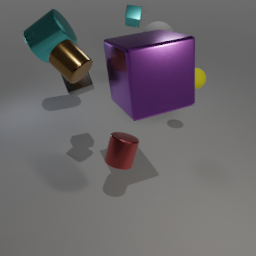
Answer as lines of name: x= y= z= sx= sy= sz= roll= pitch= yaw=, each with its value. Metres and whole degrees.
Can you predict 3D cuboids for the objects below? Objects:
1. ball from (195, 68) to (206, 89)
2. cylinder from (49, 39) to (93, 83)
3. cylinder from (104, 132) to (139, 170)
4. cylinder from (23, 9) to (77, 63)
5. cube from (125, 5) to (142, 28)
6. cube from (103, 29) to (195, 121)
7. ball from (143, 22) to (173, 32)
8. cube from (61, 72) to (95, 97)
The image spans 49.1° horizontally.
ball: x=2.266 y=-1.666 z=9.445 sx=0.700 sy=0.700 sz=0.700 roll=0 pitch=30 yaw=0
cylinder: x=-1.275 y=-1.480 z=6.250 sx=0.700 sy=0.700 sz=0.700 roll=44 pitch=41 yaw=3
cylinder: x=-0.149 y=0.536 z=6.692 sx=0.700 sy=0.700 sz=0.700 roll=14 pitch=15 yaw=-4
cylinder: x=-2.837 y=-3.364 z=10.315 sx=1.400 sy=1.400 sz=1.400 roll=-31 pitch=27 yaw=14
cube: x=0.255 y=-5.272 z=13.222 sx=0.700 sy=0.700 sz=0.700 roll=8 pitch=-11 yaw=2
cube: x=0.430 y=-1.171 z=5.853 sx=1.400 sy=1.400 sz=1.400 roll=-16 pitch=29 yaw=-16
ball: x=1.248 y=-3.705 z=11.710 sx=1.400 sy=1.400 sz=1.400 roll=0 pitch=30 yaw=0
cube: x=-1.391 y=-1.341 z=7.743 sx=0.700 sy=0.700 sz=0.700 roll=-21 pitch=-1 yaw=-3
